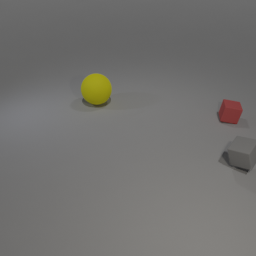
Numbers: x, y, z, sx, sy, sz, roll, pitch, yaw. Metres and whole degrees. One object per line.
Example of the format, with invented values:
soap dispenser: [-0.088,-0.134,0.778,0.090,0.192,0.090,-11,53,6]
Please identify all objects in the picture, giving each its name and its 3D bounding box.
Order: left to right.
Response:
ball: [-1.437,-1.770,12.754,1.400,1.400,1.400,0,31,0]
cube: [4.226,-0.681,11.581,0.700,0.700,0.700,11,35,3]
cube: [3.641,0.772,8.784,0.700,0.700,0.700,14,46,44]
